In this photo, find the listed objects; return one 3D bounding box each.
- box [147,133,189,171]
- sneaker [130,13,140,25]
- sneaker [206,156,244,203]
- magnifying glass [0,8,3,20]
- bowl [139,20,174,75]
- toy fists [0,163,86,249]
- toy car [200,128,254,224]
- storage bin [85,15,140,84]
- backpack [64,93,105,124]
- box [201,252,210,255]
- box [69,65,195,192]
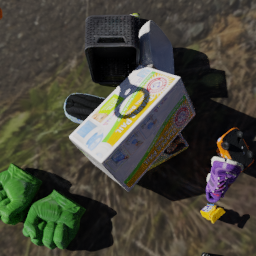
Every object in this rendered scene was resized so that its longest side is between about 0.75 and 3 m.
[{"bbox_3d":[0.931,0.719,8.332,1.658,0.415,0.624,-29,74,-8],"label":"box"},{"bbox_3d":[-0.026,-3.687,9.746,0.994,0.367,0.402,-15,76,-3],"label":"sneaker"},{"bbox_3d":[1.889,1.093,5.627,0.610,1.513,0.631,15,57,17],"label":"sneaker"},{"bbox_3d":[-3.307,-2.198,5.578,0.268,0.953,2.393,11,28,9],"label":"magnifying glass"},{"bbox_3d":[0.837,-2.293,8.787,0.613,1.642,1.640,-12,69,30],"label":"bowl"},{"bbox_3d":[-2.607,2.179,7.599,2.810,0.966,1.433,29,76,7],"label":"toy fists"},{"bbox_3d":[2.499,1.236,7.914,1.253,0.850,2.555,43,73,-13],"label":"toy car"},{"bbox_3d":[-0.431,-2.241,8.334,1.465,2.167,1.016,-1,72,0],"label":"storage bin"},{"bbox_3d":[-1.288,-0.529,8.515,1.317,1.013,1.075,16,78,-16],"label":"backpack"},{"bbox_3d":[2.283,3.967,7.280,1.109,0.478,0.908,30,75,9],"label":"box"},{"bbox_3d":[0.191,-0.089,7.690,2.971,1.506,1.671,-48,44,-13],"label":"box"}]
